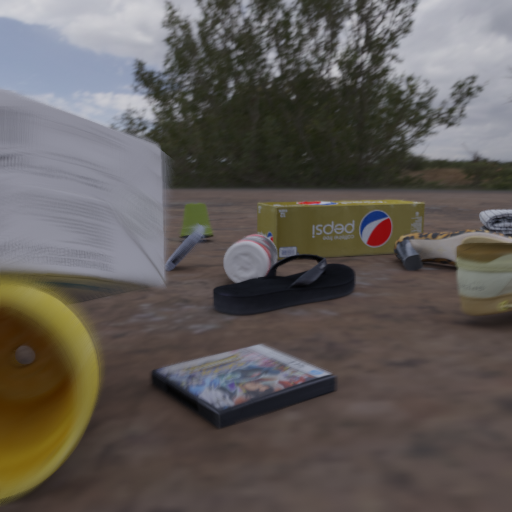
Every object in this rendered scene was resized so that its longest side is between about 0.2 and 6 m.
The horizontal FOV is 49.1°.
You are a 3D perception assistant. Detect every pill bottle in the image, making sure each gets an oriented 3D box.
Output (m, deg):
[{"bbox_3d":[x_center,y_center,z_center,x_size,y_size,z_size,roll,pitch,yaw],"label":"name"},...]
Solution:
[{"bbox_3d":[-0.037,0.026,8.250,0.638,0.638,1.152,2,10,11],"label":"pill bottle"}]

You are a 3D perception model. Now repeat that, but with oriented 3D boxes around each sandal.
[{"bbox_3d":[0.485,0.288,7.015,0.890,0.501,2.342,8,12,41],"label":"sandal"}]

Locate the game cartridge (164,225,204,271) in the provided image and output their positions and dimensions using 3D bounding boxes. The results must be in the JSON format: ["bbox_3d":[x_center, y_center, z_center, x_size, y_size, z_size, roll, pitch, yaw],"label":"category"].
[{"bbox_3d":[-1.152,-0.135,9.087,0.168,0.823,0.548,40,15,-14],"label":"game cartridge"}]

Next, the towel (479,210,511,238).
[{"bbox_3d":[5.666,-0.536,11.568,1.915,0.820,1.586,1,7,17],"label":"towel"}]

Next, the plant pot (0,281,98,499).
[{"bbox_3d":[-1.387,0.638,3.107,1.056,1.056,0.993,-1,2,-8],"label":"plant pot"}]

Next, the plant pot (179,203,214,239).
[{"bbox_3d":[-1.370,-0.796,12.706,0.778,0.739,0.778,-4,-5,0],"label":"plant pot"}]

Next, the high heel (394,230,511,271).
[{"bbox_3d":[3.330,-0.200,9.448,1.923,0.687,1.371,-8,14,8],"label":"high heel"}]

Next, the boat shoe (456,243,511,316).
[{"bbox_3d":[3.142,0.281,6.125,2.362,0.784,0.874,1,8,-19],"label":"boat shoe"}]

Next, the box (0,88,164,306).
[{"bbox_3d":[-2.448,-0.090,3.941,3.279,0.986,1.913,-12,-13,34],"label":"box"}]

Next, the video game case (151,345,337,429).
[{"bbox_3d":[-0.101,0.917,4.134,1.038,0.132,0.938,-6,11,-36],"label":"video game case"}]

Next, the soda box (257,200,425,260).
[{"bbox_3d":[1.641,-0.546,10.823,3.130,1.002,1.060,-2,10,-19],"label":"soda box"}]
